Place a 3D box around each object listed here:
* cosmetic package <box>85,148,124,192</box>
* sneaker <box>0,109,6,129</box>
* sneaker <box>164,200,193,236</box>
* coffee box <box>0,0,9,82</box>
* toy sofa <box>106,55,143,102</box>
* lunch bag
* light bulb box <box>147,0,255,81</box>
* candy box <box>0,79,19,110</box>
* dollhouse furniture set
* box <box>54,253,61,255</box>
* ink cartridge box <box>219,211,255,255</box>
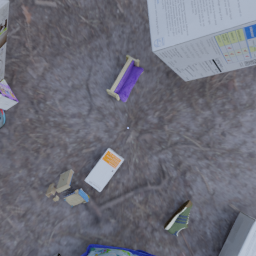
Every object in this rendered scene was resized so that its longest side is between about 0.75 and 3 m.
[{"bbox_3d":[-0.767,1.377,9.273,0.664,0.466,1.309,36,87,2],"label":"cosmetic package"},{"bbox_3d":[-4.949,-0.831,9.121,0.895,1.078,2.256,-38,87,-3],"label":"sneaker"},{"bbox_3d":[1.792,2.998,9.193,0.566,0.423,1.260,42,92,2],"label":"sneaker"},{"bbox_3d":[-3.642,-1.939,6.248,1.466,2.564,1.022,29,52,-7],"label":"coffee box"},{"bbox_3d":[-0.067,-1.631,9.423,0.712,0.604,1.459,30,86,3],"label":"toy sofa"},{"bbox_3d":[-0.136,4.970,8.373,2.765,1.762,2.351,3,86,10],"label":"lunch bag"},{"bbox_3d":[2.166,-2.459,6.860,2.563,2.540,1.599,-10,78,27],"label":"light bulb box"},{"bbox_3d":[-4.398,-1.432,9.048,0.559,1.311,1.563,-33,87,-2],"label":"candy box"},{"bbox_3d":[-1.938,2.107,9.342,1.019,0.704,1.080,-27,119,19],"label":"dollhouse furniture set"},{"bbox_3d":[-2.538,4.942,9.108,1.248,0.296,1.205,-29,88,-3],"label":"box"},{"bbox_3d":[4.191,4.598,8.648,2.574,1.230,2.932,28,86,2],"label":"ink cartridge box"}]
